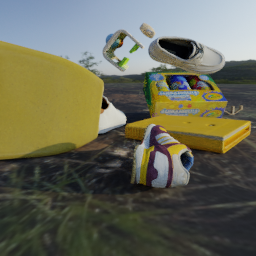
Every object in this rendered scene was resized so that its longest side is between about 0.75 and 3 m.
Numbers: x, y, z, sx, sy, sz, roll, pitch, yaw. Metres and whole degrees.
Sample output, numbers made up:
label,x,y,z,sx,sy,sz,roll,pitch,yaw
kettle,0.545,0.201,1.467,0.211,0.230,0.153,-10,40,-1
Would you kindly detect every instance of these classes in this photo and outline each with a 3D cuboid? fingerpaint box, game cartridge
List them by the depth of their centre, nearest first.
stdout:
label,x,y,z,sx,sy,sz,roll,pitch,yaw
game cartridge,1.746,0.062,8.268,2.988,0.485,2.634,5,12,36
fingerpaint box,2.168,-1.325,11.248,2.754,1.010,2.297,-1,41,-7

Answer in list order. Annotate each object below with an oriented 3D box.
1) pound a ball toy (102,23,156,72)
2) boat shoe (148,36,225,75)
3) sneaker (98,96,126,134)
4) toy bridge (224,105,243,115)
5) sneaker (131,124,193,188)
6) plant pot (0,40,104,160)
label,x,y,z,sx,sy,sz,roll,pitch,yaw
pound a ball toy,0.039,-3.382,10.809,1.270,1.949,2.989,39,15,-7
boat shoe,2.073,-2.487,9.260,2.739,0.986,0.900,13,-6,-11
sneaker,-0.693,-0.585,9.617,0.999,1.161,2.744,1,10,13
toy bridge,4.706,-0.800,12.607,1.140,0.383,0.155,-5,12,-21
sneaker,0.705,0.522,5.256,0.993,0.826,2.204,10,19,10
plant pot,-2.031,-0.649,7.068,2.536,2.463,2.479,4,9,-21
